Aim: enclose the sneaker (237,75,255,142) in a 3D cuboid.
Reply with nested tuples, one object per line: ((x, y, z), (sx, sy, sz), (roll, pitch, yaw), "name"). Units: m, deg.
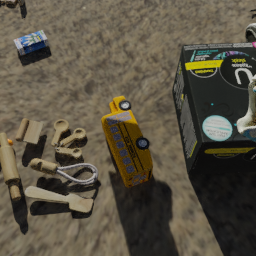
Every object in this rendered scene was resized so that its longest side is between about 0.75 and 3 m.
((2.352, -0.706, 4.045), (0.857, 2.122, 0.812), (13, 18, -11), "sneaker")

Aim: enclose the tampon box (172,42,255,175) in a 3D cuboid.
((2.293, -0.462, 6.629), (1.997, 1.682, 2.664), (-3, 59, -2), "tampon box")

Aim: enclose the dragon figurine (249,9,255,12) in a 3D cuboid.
((5.015, -4.130, 9.380), (1.637, 0.814, 0.482), (15, 59, 10), "dragon figurine")

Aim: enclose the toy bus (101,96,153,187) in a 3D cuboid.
((-0.049, 0.267, 6.771), (0.835, 0.694, 2.134), (-19, 61, -10), "toy bus")

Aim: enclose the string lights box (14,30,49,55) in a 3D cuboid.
((-3.028, -2.680, 8.804), (0.946, 0.279, 0.486), (-26, 62, -15), "string lights box")

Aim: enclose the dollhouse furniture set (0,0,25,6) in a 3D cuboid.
((-4.219, -4.748, 9.980), (0.986, 0.436, 0.511), (8, 59, 5), "dollhouse furniture set")

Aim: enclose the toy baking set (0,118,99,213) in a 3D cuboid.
((-1.857, 0.787, 6.542), (2.095, 0.318, 2.730), (-12, 60, -15), "toy baking set")

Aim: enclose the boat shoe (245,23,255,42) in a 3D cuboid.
((3.885, -2.237, 8.250), (0.696, 0.773, 2.187), (-10, 61, -8), "boat shoe")

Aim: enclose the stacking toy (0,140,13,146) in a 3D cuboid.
((-3.454, 0.263, 6.891), (1.243, 0.721, 0.682), (16, 63, -6), "stacking toy")
